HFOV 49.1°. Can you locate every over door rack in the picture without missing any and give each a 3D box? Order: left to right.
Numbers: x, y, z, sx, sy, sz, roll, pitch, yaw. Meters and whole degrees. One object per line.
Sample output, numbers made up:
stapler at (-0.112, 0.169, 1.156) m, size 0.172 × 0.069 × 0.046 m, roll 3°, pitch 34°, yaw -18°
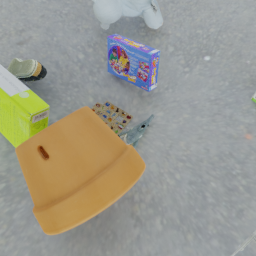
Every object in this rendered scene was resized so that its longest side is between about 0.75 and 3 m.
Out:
over door rack at (2.728, 3.375, 6.070) m, size 2.018 × 0.672 × 1.491 m, roll -48°, pitch 54°, yaw 8°

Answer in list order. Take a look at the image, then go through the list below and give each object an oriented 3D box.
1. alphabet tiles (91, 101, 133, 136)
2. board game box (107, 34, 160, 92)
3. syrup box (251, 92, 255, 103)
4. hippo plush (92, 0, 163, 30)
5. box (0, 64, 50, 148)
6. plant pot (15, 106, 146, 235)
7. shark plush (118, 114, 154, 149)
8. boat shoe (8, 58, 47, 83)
alphabet tiles at (-0.666, -0.305, 8.959) m, size 1.306 × 0.049 × 1.092 m, roll 31°, pitch 65°, yaw 17°
board game box at (0.125, -2.106, 8.963) m, size 1.871 × 1.258 × 0.419 m, roll 32°, pitch 47°, yaw 31°
syrup box at (5.095, -0.737, 8.702) m, size 0.866 × 0.838 × 2.128 m, roll -37°, pitch 66°, yaw -23°
hippo plush at (-0.055, -4.406, 10.374) m, size 2.236 × 2.215 × 2.781 m, roll -19°, pitch 42°, yaw 15°
box at (-3.522, -0.657, 8.121) m, size 2.952 × 1.800 × 0.703 m, roll 38°, pitch 44°, yaw 20°
plant pot at (-1.221, 0.758, 6.437) m, size 2.731 × 2.731 × 1.911 m, roll -33°, pitch 97°, yaw -17°
shark plush at (0.383, 0.111, 8.402) m, size 1.420 × 0.591 × 0.645 m, roll -30°, pitch 79°, yaw -28°
boat shoe at (-3.404, -1.878, 9.267) m, size 2.097 × 0.653 × 0.782 m, roll 10°, pitch 81°, yaw 43°
